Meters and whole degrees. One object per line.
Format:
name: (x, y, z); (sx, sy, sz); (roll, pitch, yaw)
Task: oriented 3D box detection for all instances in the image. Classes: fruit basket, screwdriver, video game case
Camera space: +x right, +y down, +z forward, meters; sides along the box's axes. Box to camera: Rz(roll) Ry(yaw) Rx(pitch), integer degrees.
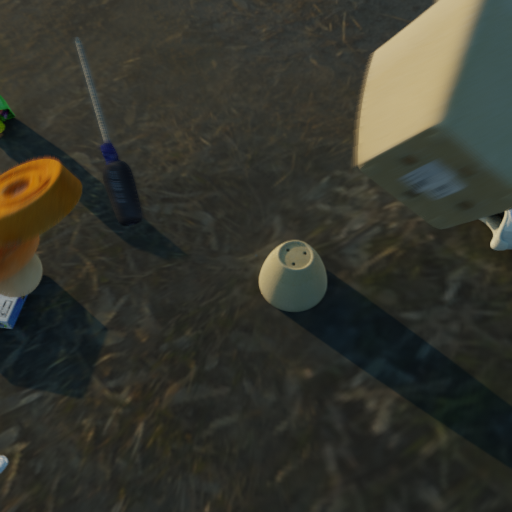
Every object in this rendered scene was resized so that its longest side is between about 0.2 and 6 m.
fruit basket: (-5.119, -2.719, 11.083); (0.600, 0.832, 0.832); (-18, 58, -12)
screwdriver: (-2.234, -1.807, 8.047); (0.418, 0.436, 2.997); (-4, 68, -53)
video game case: (-4.259, 0.549, 9.067); (1.069, 0.268, 1.180); (8, 56, 5)

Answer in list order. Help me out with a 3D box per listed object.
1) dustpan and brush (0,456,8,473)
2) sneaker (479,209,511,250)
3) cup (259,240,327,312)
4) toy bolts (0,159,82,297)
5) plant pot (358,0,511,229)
dustpan and brush: (-4.136, 3.426, 6.840); (2.612, 0.747, 1.823); (-35, 63, -21)
sneaker: (4.181, -1.462, 9.924); (1.402, 1.213, 3.236); (-10, 56, 0)
cup: (0.605, 0.214, 8.972); (1.133, 0.810, 1.133); (0, 56, 1)
toy bolts: (-2.437, 0.257, 5.115); (2.049, 1.488, 2.145); (1, 44, 26)
plant pot: (2.629, -1.673, 7.116); (2.281, 2.278, 2.019); (33, 69, -16)
